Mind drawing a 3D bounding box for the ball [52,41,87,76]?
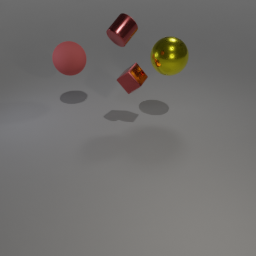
[{"bbox_3d":[-2.445,-2.904,11.728,1.400,1.400,1.400,0,31,0],"label":"ball"}]

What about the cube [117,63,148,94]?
[{"bbox_3d":[0.158,-1.801,10.177,0.700,0.700,0.700,-26,22,45],"label":"cube"}]

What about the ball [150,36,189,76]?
[{"bbox_3d":[1.518,-2.628,10.280,1.400,1.400,1.400,0,31,0],"label":"ball"}]

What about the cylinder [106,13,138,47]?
[{"bbox_3d":[-0.172,-2.932,8.418,0.700,0.700,0.700,29,78,39],"label":"cylinder"}]
